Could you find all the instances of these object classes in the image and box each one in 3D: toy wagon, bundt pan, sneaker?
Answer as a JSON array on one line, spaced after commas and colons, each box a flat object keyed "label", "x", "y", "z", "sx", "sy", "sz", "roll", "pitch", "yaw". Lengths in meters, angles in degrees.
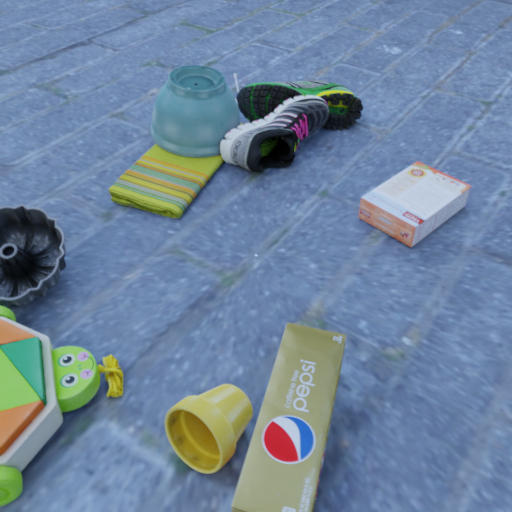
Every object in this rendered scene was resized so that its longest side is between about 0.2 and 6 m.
[{"label": "toy wagon", "x": -3.469, "y": 1.744, "z": 6.932, "sx": 3.539, "sy": 0.700, "sz": 2.746, "roll": -13, "pitch": 44, "yaw": -14}, {"label": "bundt pan", "x": -3.690, "y": 0.065, "z": 8.602, "sx": 1.676, "sy": 0.629, "sz": 1.676, "roll": 0, "pitch": 62, "yaw": 0}, {"label": "sneaker", "x": 0.597, "y": -2.380, "z": 11.300, "sx": 2.577, "sy": 0.950, "sz": 1.127, "roll": -29, "pitch": 49, "yaw": -22}, {"label": "sneaker", "x": 0.904, "y": -3.386, "z": 12.483, "sx": 2.742, "sy": 1.070, "sz": 1.168, "roll": 2, "pitch": 34, "yaw": -11}]

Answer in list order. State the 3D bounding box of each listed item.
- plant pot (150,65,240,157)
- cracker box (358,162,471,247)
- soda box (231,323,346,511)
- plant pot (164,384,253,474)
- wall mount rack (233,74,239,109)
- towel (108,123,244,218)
[{"label": "plant pot", "x": -1.216, "y": -3.058, "z": 11.403, "sx": 1.900, "sy": 1.273, "sz": 1.900, "roll": 3, "pitch": 44, "yaw": -3}, {"label": "cracker box", "x": 2.841, "y": -0.967, "z": 10.055, "sx": 1.742, "sy": 0.503, "sz": 1.167, "roll": -31, "pitch": 51, "yaw": -31}, {"label": "soda box", "x": 0.448, "y": 2.006, "z": 6.531, "sx": 0.804, "sy": 0.850, "sz": 2.510, "roll": 10, "pitch": 43, "yaw": 11}, {"label": "plant pot", "x": -0.493, "y": 1.965, "z": 6.649, "sx": 0.873, "sy": 0.873, "sz": 0.821, "roll": 27, "pitch": 34, "yaw": 26}, {"label": "wall mount rack", "x": -0.715, "y": -3.819, "z": 13.213, "sx": 1.269, "sy": 0.473, "sz": 1.103, "roll": -11, "pitch": 43, "yaw": -13}, {"label": "towel", "x": -1.424, "y": -1.934, "z": 11.328, "sx": 1.477, "sy": 0.310, "sz": 3.432, "roll": 19, "pitch": 45, "yaw": 13}]
